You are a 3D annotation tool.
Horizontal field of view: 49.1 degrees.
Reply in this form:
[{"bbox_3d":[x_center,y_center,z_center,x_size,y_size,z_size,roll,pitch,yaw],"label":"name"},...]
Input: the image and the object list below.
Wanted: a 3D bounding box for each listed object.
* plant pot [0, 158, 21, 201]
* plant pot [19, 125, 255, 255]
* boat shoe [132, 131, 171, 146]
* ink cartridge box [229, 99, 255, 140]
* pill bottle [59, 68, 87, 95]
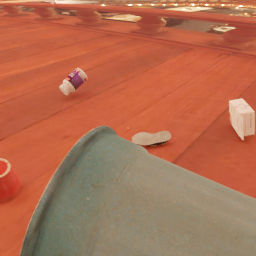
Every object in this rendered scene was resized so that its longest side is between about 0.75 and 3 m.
[{"bbox_3d":[-2.808,1.086,6.147,0.775,0.686,0.775,4,44,-4],"label":"plant pot"},{"bbox_3d":[0.478,1.635,3.854,2.681,2.738,2.738,17,35,17],"label":"plant pot"},{"bbox_3d":[0.674,0.349,8.107,1.134,0.342,0.429,-2,63,-4],"label":"boat shoe"},{"bbox_3d":[3.401,-0.269,8.296,0.444,0.767,1.316,-9,26,8],"label":"ink cartridge box"},{"bbox_3d":[-2.095,-1.744,10.656,0.578,0.578,1.037,29,68,39],"label":"pill bottle"}]
